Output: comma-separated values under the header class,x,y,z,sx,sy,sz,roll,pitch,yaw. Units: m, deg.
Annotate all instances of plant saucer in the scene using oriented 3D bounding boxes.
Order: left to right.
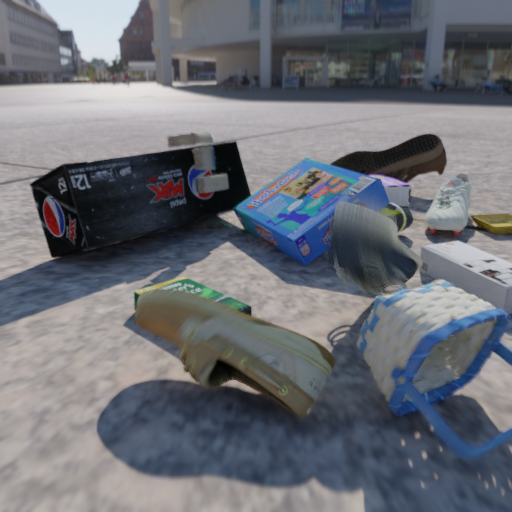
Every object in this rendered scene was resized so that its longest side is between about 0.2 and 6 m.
class,x,y,z,sx,sy,sz,roll,pitch,yaw
plant saucer,5.038,-0.644,11.515,0.920,0.223,0.920,-4,20,-11

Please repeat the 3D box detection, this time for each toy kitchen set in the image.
class,x,y,z,sx,sy,sz,roll,pitch,yaw
toy kitchen set,-1.146,-1.823,10.940,0.921,1.149,0.677,3,13,39

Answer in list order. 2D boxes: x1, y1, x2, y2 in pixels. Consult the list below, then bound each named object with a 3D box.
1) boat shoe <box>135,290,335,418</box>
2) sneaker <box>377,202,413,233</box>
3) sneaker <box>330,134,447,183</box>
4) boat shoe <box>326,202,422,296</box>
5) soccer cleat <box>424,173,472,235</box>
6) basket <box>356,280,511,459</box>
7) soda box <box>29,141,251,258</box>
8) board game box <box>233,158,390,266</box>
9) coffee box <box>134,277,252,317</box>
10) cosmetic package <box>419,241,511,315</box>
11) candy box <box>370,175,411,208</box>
class,x,y,z,sx,sy,sz,roll,pitch,yaw
boat shoe,-0.386,0.972,5.763,2.303,0.852,0.764,14,64,27
sneaker,2.125,-0.821,11.412,2.262,0.842,0.957,21,14,39
sneaker,3.429,-2.173,14.920,3.212,1.213,1.131,-12,47,25
boat shoe,1.551,0.072,7.361,0.996,0.823,2.661,23,-3,23
soccer cleat,4.079,-1.119,11.765,0.852,0.953,2.458,9,21,24
basket,1.906,1.037,5.327,1.452,1.146,1.647,-8,35,-30
soda box,-1.993,-1.178,10.763,1.315,1.470,4.153,-10,7,44
board game box,0.933,-0.937,10.564,1.956,0.579,2.572,-36,30,-11
coffee box,-0.876,0.700,7.462,0.906,0.324,1.473,-17,25,-39
cosmetic package,3.358,0.274,8.470,0.782,0.480,1.896,-6,20,-19
candy box,2.681,-1.541,13.560,1.595,0.571,1.338,-6,20,-18
